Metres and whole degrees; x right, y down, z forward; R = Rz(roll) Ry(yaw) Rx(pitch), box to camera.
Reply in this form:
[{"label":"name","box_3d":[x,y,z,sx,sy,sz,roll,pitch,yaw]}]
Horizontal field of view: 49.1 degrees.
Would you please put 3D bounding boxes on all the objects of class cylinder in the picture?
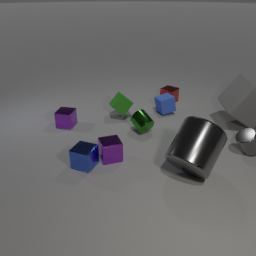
[{"label":"cylinder","box_3d":[2.032,0.592,8.389,1.400,1.400,1.400,21,73,35]},{"label":"cylinder","box_3d":[0.560,-0.260,11.045,0.700,0.700,0.700,-20,58,-33]},{"label":"cylinder","box_3d":[4.159,0.470,9.652,0.700,0.700,0.700,-28,32,19]}]

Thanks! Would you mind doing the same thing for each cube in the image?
[{"label":"cube","box_3d":[-0.593,0.724,9.447,0.700,0.700,0.700,-9,29,-16]},{"label":"cube","box_3d":[-2.565,-0.414,11.612,0.700,0.700,0.700,5,28,10]},{"label":"cube","box_3d":[2.065,-1.660,13.978,0.700,0.700,0.700,20,34,33]},{"label":"cube","box_3d":[-1.409,0.921,9.073,0.700,0.700,0.700,11,30,20]},{"label":"cube","box_3d":[4.746,-1.080,11.186,1.400,1.400,1.400,28,28,-20]},{"label":"cube","box_3d":[1.688,-1.102,12.721,0.700,0.700,0.700,-18,27,-13]},{"label":"cube","box_3d":[-0.297,-1.066,12.142,0.700,0.700,0.700,37,5,-19]}]
